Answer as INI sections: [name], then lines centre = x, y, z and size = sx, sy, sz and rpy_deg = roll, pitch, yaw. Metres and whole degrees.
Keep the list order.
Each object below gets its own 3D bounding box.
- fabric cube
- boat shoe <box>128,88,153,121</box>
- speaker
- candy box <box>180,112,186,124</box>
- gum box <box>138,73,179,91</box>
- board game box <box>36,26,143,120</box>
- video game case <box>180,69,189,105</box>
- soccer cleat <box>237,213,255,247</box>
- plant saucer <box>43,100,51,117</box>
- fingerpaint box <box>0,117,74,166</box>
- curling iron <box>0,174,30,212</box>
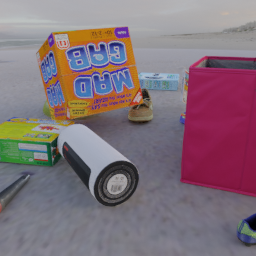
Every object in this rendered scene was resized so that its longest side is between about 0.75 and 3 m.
[fabric cube]
centre = 2.735, -0.206, 6.340
size = 2.558, 2.550, 2.510
rpy_deg = 7, 20, 20
[boat shoe]
centre = 0.494, -0.898, 10.826
size = 0.950, 0.812, 2.591
rpy_deg = 1, 20, 2
[speaker]
centre = -0.765, 0.686, 6.152
size = 0.979, 0.979, 2.411
rpy_deg = -11, 23, -27
[candy box]
centre = 2.450, -0.357, 9.972
size = 0.938, 0.361, 0.793
rpy_deg = -19, 30, -39
[gum box]
centre = 1.556, -2.760, 16.335
size = 2.756, 0.614, 2.342
rpy_deg = 4, 20, 11
[board game box]
centre = -1.325, -1.671, 9.156
size = 2.415, 2.413, 2.412
rpy_deg = -15, 7, -27
[video game case]
centre = 2.402, -1.628, 11.480
size = 0.115, 1.317, 0.942
rpy_deg = 3, -6, 31
[soccer cleat]
centre = 2.261, 1.539, 4.488
size = 1.155, 0.483, 0.374
rpy_deg = -7, 21, -20
[plant saucer]
centre = -2.198, -1.219, 11.381
size = 2.654, 0.412, 2.654
rpy_deg = -8, 32, 5
[fingerpaint box]
centre = -2.613, 0.316, 7.577
size = 1.931, 0.708, 1.611
rpy_deg = 4, 21, 9
[curling iron]
centre = -2.544, 1.419, 5.067
size = 0.624, 0.322, 2.519
rpy_deg = 5, 20, 15
